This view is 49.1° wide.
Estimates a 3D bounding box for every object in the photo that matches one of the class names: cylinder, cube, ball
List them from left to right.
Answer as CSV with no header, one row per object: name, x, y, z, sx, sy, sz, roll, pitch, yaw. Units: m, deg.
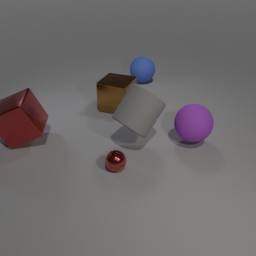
cube,-3.986,-0.366,10.298,1.400,1.400,1.400,-21,34,10
ball,-0.399,1.068,9.144,0.700,0.700,0.700,0,31,0
cube,-0.500,-1.563,12.775,1.400,1.400,1.400,11,33,18
cylinder,0.380,-0.592,9.813,1.400,1.400,1.400,33,1,-1
ball,0.800,-3.238,15.477,1.400,1.400,1.400,0,31,0
ball,2.380,-0.185,10.159,1.400,1.400,1.400,0,31,0
